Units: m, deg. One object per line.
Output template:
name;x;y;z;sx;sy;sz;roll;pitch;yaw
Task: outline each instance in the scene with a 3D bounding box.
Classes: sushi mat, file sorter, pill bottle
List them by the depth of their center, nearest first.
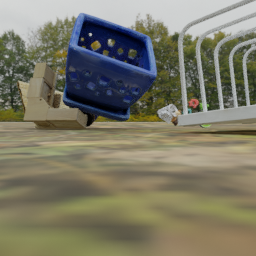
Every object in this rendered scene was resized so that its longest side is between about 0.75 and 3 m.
file sorter;2.578;-1.044;5.292;2.988;1.860;2.073;-3;-3;-44
pill bottle;-1.140;-0.519;8.458;0.610;0.610;1.091;0;27;16
sushi mat;-2.500;-0.757;8.804;0.141;1.118;2.336;-23;-11;20

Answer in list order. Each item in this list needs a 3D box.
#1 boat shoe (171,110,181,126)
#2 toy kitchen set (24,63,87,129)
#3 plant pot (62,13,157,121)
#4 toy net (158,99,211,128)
boat shoe;2.109;-0.434;12.075;0.301;0.301;0.855;-16;29;43
toy kitchen set;-1.722;-0.739;7.634;1.473;1.633;1.332;1;-18;14
plant pot;-0.609;-1.502;7.468;2.119;1.905;2.119;14;41;-13
toy net;1.723;-0.494;8.364;1.667;0.874;0.322;7;-8;-14
